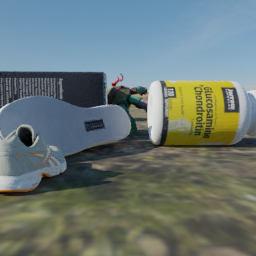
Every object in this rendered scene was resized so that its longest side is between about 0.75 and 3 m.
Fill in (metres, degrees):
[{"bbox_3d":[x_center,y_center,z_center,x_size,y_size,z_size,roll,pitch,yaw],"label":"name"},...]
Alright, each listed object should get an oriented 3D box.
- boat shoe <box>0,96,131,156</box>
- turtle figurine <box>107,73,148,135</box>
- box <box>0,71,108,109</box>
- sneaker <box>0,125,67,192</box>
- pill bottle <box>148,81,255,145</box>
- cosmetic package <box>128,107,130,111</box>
[{"bbox_3d":[-0.981,0.040,4.587,0.736,0.893,2.601,-17,-9,37],"label":"boat shoe"},{"bbox_3d":[-0.115,-0.666,7.914,1.108,1.648,2.201,40,2,-34],"label":"turtle figurine"},{"bbox_3d":[-1.909,-0.515,6.591,2.792,1.456,2.066,-1,5,-6],"label":"box"},{"bbox_3d":[-0.982,0.246,2.994,0.485,0.589,1.281,1,5,4],"label":"sneaker"},{"bbox_3d":[1.518,-0.288,5.390,2.200,1.232,1.232,0,5,-2],"label":"pill bottle"},{"bbox_3d":[-1.023,-0.939,13.450,1.441,1.217,2.698,3,3,23],"label":"cosmetic package"}]
